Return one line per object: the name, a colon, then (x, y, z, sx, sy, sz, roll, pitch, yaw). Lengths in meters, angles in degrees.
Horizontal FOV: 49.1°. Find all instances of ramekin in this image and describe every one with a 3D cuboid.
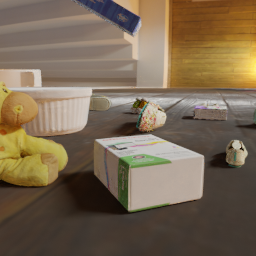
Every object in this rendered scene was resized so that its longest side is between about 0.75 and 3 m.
ramekin: (-2.411, -0.572, 8.355, 2.726, 1.269, 2.726, 0, 11, 0)

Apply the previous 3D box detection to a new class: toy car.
toy car: (0.591, -0.930, 12.418, 0.853, 0.747, 0.640, 11, -20, 49)

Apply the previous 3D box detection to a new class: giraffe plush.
giraffe plush: (-1.923, 0.021, 4.361, 1.850, 1.501, 1.597, -5, 11, -28)

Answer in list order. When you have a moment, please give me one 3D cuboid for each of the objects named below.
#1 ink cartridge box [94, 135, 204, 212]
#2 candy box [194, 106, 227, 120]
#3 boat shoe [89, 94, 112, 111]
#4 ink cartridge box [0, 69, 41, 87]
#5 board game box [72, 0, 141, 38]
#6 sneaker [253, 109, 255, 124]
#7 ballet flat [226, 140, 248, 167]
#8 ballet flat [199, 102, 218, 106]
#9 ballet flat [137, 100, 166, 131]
ink cartridge box: (0.203, 0.540, 3.992, 1.048, 0.608, 1.448, -4, 11, -22)
candy box: (3.202, -0.599, 10.883, 1.212, 0.434, 1.017, 3, 11, 16)
boat shoe: (-1.973, -1.272, 13.652, 2.383, 0.852, 0.712, 7, 11, 7)
ink cartridge box: (-5.081, -1.551, 11.981, 2.957, 1.901, 1.852, 8, 13, 42)
board game box: (-0.877, -3.980, 9.245, 2.780, 0.603, 2.767, 29, 14, -6)
sneaker: (5.282, -0.378, 8.862, 2.182, 0.848, 1.526, -15, 17, -25)
ballet flat: (2.094, 0.417, 5.368, 0.408, 0.377, 1.209, 3, 10, 18)
ballet flat: (3.707, -1.005, 13.249, 1.269, 0.441, 0.441, -3, 10, -14)
ballet flat: (0.800, -0.392, 8.673, 0.784, 0.928, 2.454, 16, 15, 5)
